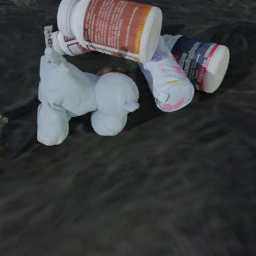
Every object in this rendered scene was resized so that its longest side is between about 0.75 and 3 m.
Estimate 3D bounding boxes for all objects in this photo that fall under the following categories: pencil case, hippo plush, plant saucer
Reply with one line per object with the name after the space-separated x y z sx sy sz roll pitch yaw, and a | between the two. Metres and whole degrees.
0.866 -1.586 7.612 1.110 1.018 2.448 15 40 -40 | pencil case
-0.966 -0.954 6.858 2.272 2.825 2.250 3 39 -19 | hippo plush
-0.413 -1.396 8.820 1.324 0.228 1.324 -1 61 2 | plant saucer

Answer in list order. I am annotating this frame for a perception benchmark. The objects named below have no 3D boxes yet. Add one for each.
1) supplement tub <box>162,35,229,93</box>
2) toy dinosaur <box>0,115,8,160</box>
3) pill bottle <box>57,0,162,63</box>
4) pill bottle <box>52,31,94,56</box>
1.979 -2.103 8.968 2.110 1.481 1.481 24 45 26 | supplement tub
-3.306 0.374 6.061 0.963 0.724 1.882 37 31 7 | toy dinosaur
-0.450 -2.511 6.896 2.349 1.318 1.318 18 42 11 | pill bottle
-1.716 -3.288 10.151 2.022 1.142 1.142 -8 36 20 | pill bottle
